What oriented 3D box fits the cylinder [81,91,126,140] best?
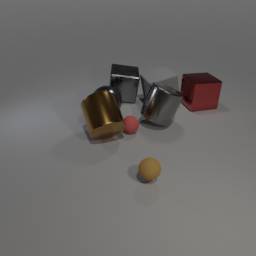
[{"bbox_3d":[-0.956,-0.463,10.691,1.400,1.400,1.400,-12,67,-20],"label":"cylinder"}]

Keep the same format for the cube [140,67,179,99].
[{"bbox_3d":[1.544,-1.962,13.592,1.400,1.400,1.400,-18,33,-9],"label":"cube"}]

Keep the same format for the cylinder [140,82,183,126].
[{"bbox_3d":[1.398,-1.008,11.714,1.400,1.400,1.400,20,20,-8],"label":"cylinder"}]

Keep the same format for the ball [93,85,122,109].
[{"bbox_3d":[-0.954,-1.193,12.516,1.400,1.400,1.400,0,29,0],"label":"ball"}]

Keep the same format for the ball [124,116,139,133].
[{"bbox_3d":[0.096,-0.150,11.310,0.700,0.700,0.700,0,29,0],"label":"ball"}]

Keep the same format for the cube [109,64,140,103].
[{"bbox_3d":[-0.228,-2.255,14.109,1.400,1.400,1.400,6,34,-5],"label":"cube"}]

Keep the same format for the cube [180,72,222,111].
[{"bbox_3d":[3.460,-1.774,13.512,1.400,1.400,1.400,-6,30,-14],"label":"cube"}]

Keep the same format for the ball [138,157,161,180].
[{"bbox_3d":[0.668,1.252,8.585,0.700,0.700,0.700,0,29,0],"label":"ball"}]
